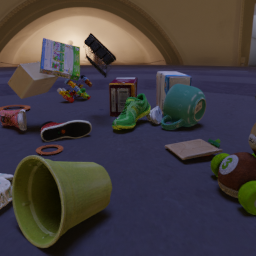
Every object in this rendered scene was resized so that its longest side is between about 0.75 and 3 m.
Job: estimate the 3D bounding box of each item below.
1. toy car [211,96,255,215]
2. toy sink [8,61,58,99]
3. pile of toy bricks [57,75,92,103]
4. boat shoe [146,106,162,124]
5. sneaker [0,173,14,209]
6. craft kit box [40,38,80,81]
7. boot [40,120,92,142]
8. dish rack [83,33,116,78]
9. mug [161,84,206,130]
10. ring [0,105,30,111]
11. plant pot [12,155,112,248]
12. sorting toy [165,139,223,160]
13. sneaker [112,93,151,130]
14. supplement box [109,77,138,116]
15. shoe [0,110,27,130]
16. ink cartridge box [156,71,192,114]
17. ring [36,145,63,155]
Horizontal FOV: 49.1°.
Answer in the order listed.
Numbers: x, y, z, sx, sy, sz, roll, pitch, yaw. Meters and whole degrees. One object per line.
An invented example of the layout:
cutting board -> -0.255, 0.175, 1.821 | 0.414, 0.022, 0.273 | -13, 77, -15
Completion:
toy car -> 2.977, 0.373, 6.176 | 1.821, 2.307, 1.895 | -1, 16, -5
toy sink -> -3.684, -1.936, 10.990 | 0.893, 1.039, 1.594 | 48, 28, 3
pile of toy bricks -> -2.948, -2.280, 17.461 | 1.399, 1.572, 2.833 | 44, 15, 8
boat shoe -> 1.128, -0.527, 12.511 | 0.611, 0.621, 1.751 | -25, 15, 17
sneaker -> -2.791, 1.368, 5.605 | 0.862, 0.757, 2.152 | -1, 16, -13
craft kit box -> -2.473, -2.526, 10.302 | 1.403, 1.421, 0.345 | 7, -27, -21
boot -> -2.365, -0.037, 10.589 | 1.844, 0.668, 1.330 | -9, 17, -17
dish rack -> -1.255, -2.995, 12.035 | 0.537, 1.510, 1.969 | -44, -3, -11
mug -> 2.381, -0.733, 11.589 | 1.258, 2.034, 1.671 | 20, 2, 38
ring -> -5.952, -0.979, 14.618 | 1.647, 0.158, 1.647 | 1, 16, 0
plant pot -> -1.112, 1.208, 5.224 | 1.534, 1.534, 1.411 | 14, 10, 39
sorting toy -> 2.301, 0.654, 8.826 | 1.907, 0.281, 1.409 | -8, 13, -16
sneaker -> 0.057, -0.701, 11.649 | 0.940, 1.060, 2.537 | -2, 26, 33
supplement box -> -0.180, -1.693, 14.469 | 1.228, 1.581, 2.866 | 1, 16, 4
shoe -> -4.692, -0.327, 11.426 | 0.985, 0.773, 2.165 | -7, 12, -18
ink cartridge box -> 2.192, -1.736, 13.949 | 1.148, 1.972, 2.727 | -1, 16, -5
ring -> -2.517, 0.709, 9.009 | 0.853, 0.082, 0.853 | -1, 16, 0
